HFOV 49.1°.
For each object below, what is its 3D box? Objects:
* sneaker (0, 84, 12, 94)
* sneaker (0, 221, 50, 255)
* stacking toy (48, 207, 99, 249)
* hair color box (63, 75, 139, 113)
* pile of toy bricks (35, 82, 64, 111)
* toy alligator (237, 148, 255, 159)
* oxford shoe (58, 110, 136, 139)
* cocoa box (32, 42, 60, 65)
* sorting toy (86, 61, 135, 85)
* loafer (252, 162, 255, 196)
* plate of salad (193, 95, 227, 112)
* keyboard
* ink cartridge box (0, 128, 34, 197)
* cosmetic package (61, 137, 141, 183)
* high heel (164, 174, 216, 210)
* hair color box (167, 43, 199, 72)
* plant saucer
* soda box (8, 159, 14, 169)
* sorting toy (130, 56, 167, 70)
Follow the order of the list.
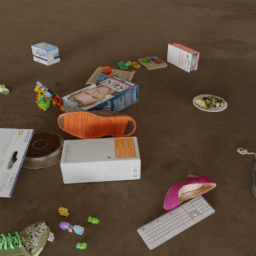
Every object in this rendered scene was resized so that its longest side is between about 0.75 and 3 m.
[{"bbox_3d":[-5.792,-1.837,12.940,0.953,0.355,0.403,24,35,17],"label":"sneaker"},{"bbox_3d":[-2.692,2.611,6.063,2.076,0.920,0.798,-27,44,-28],"label":"sneaker"},{"bbox_3d":[-1.384,2.453,6.921,1.115,0.262,0.840,10,37,13],"label":"stacking toy"},{"bbox_3d":[-1.038,-1.168,11.476,1.452,0.879,2.904,28,44,34],"label":"hair color box"},{"bbox_3d":[-3.354,-1.106,11.569,1.846,1.024,0.911,34,85,24],"label":"pile of toy bricks"},{"bbox_3d":[4.541,0.882,8.862,2.070,0.562,0.614,23,41,28],"label":"toy alligator"},{"bbox_3d":[-1.125,-0.200,10.127,2.721,0.970,0.992,6,21,-11],"label":"oxford shoe"},{"bbox_3d":[-4.621,-4.188,15.735,1.316,0.863,0.877,25,42,31],"label":"cocoa box"},{"bbox_3d":[-0.741,-2.823,14.203,2.084,0.415,2.819,7,37,10],"label":"sorting toy"},{"bbox_3d":[3.922,1.461,8.068,0.613,0.537,1.707,7,36,10],"label":"loafer"},{"bbox_3d":[3.481,-1.129,11.890,1.421,0.341,1.421,0,35,0],"label":"plate of salad"},{"bbox_3d":[1.270,2.364,7.171,2.106,0.112,0.593,-20,40,-25],"label":"keyboard"},{"bbox_3d":[-4.154,1.025,8.239,2.390,0.517,2.346,3,50,4],"label":"ink cartridge box"},{"bbox_3d":[-0.804,0.948,8.534,2.273,0.810,1.153,-3,35,-4],"label":"cosmetic package"},{"bbox_3d":[1.679,1.780,7.572,0.812,0.570,1.693,10,21,39],"label":"high heel"},{"bbox_3d":[2.939,-3.826,15.098,0.588,1.020,1.838,-20,41,-26],"label":"hair color box"},{"bbox_3d":[-2.958,0.639,9.461,1.828,0.293,1.828,0,34,0],"label":"plant saucer"},{"bbox_3d":[-4.098,1.101,8.756,1.042,0.331,0.356,9,36,12],"label":"soda box"},{"bbox_3d":[1.103,-3.598,15.447,1.777,0.238,1.324,-13,37,-18],"label":"sorting toy"}]
